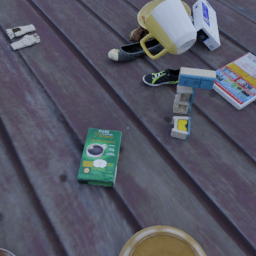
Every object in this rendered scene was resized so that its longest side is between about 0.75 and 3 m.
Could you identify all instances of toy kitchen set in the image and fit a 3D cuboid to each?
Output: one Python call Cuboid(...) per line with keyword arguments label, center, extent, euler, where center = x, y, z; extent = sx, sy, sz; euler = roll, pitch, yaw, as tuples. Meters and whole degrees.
Cuboid(label="toy kitchen set", center=(2.237, -0.771, 9.743), extent=(1.184, 2.010, 1.610), euler=(7, 55, 6))

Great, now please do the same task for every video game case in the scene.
Cuboid(label="video game case", center=(4.890, -2.050, 11.755), extent=(2.792, 0.244, 1.996), euler=(-29, 60, -20))

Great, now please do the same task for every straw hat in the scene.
Cuboid(label="straw hat", center=(1.690, -4.995, 13.381), extent=(2.542, 1.076, 2.542), euler=(-4, 56, 5))

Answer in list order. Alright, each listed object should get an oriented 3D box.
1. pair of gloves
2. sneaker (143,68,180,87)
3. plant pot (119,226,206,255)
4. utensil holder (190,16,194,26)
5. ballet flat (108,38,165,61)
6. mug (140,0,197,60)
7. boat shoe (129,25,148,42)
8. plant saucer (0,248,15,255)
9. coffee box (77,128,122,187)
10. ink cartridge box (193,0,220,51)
Cuboid(label="pair of gloves", center=(-5.026, -4.421, 13.453), extent=(1.361, 0.281, 1.601), euler=(-20, 58, -14))
Cuboid(label="sneaker", center=(1.487, -2.201, 11.558), extent=(1.784, 0.739, 0.640), euler=(-5, 54, -4))
Cuboid(label="plant pot", center=(0.967, 3.869, 7.417), extent=(2.632, 0.362, 2.632), euler=(0, 54, 0))
Cuboid(label="utensil holder", center=(2.890, -5.068, 13.625), extent=(0.768, 0.768, 0.904), euler=(-17, 54, -12))
Cuboid(label="ballet flat", center=(0.436, -3.634, 12.556), extent=(2.808, 0.798, 0.933), euler=(-17, 56, -12))
Cuboid(label="mug", center=(1.420, -3.093, 9.203), extent=(1.361, 1.699, 1.395), euler=(-25, 77, -36))
Cuboid(label="boat shoe", center=(0.707, -4.675, 13.500), extent=(0.530, 0.565, 1.568), euler=(36, 66, 16))
Cuboid(label="plant saucer", center=(-3.670, 4.225, 7.169), extent=(2.120, 0.340, 2.120), euler=(0, 54, 1))
Cuboid(label="coffee box", center=(-0.910, 0.955, 9.462), extent=(1.228, 0.439, 1.998), euler=(4, 55, 3))
Cuboid(label="ink cartridge box", center=(3.698, -5.053, 13.305), extent=(1.376, 0.543, 2.767), euler=(33, 48, -30))
